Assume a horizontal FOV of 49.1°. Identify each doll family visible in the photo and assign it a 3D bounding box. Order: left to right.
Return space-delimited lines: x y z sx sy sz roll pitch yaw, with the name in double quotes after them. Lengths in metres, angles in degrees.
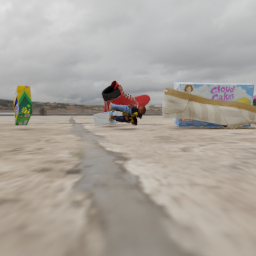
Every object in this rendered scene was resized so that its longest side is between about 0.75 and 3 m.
-0.002 -0.351 7.176 0.876 0.595 1.515 11 4 3 "doll family"

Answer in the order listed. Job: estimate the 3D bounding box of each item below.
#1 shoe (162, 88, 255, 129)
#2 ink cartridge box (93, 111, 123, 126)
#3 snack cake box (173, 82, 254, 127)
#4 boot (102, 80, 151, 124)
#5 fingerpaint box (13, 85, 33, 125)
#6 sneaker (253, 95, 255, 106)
2.313 -0.401 7.561 2.950 0.787 1.031 11 3 -8 "shoe"
-0.535 -0.332 8.729 0.604 0.353 1.042 -7 5 28 "ink cartridge box"
2.563 -0.727 8.553 2.254 1.296 0.757 0 11 -4 "snack cake box"
0.001 -1.143 10.072 2.042 1.473 0.739 -26 40 -28 "boot"
-2.704 -0.557 7.155 0.329 0.748 0.896 -1 -17 -29 "fingerpaint box"
5.815 -0.565 9.792 2.886 1.159 1.246 4 -29 35 "sneaker"
